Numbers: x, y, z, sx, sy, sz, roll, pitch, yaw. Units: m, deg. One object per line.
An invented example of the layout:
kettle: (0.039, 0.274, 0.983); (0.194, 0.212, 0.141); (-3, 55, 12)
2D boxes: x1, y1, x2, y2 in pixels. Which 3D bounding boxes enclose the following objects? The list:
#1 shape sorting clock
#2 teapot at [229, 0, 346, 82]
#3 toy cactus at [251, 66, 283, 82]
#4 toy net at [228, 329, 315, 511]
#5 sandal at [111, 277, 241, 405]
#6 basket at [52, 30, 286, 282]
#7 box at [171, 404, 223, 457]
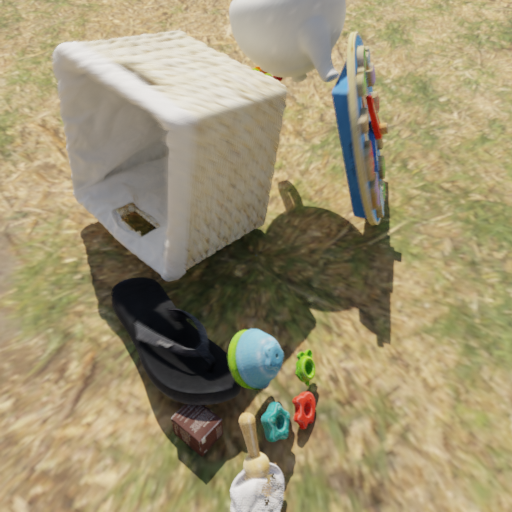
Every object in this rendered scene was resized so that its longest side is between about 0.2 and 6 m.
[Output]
shape sorting clock: (1.935, -2.137, 9.591); (0.634, 3.234, 3.234); (-2, 46, 21)
teapot: (0.576, -3.731, 9.481); (2.069, 1.531, 2.096); (2, 35, 26)
toy cactus: (-0.492, -3.778, 12.777); (1.961, 1.003, 1.618); (-40, 40, -27)
toy net: (0.120, 2.328, 7.201); (0.522, 1.418, 2.703); (-14, 53, 37)
sandal: (-1.298, 1.104, 8.090); (1.080, 0.608, 2.840); (-21, 44, -36)
basket: (-1.399, -1.808, 9.156); (2.381, 2.961, 2.935); (-31, 54, -35)
box: (-0.782, 2.269, 7.453); (0.532, 0.441, 0.437); (31, 53, 26)
